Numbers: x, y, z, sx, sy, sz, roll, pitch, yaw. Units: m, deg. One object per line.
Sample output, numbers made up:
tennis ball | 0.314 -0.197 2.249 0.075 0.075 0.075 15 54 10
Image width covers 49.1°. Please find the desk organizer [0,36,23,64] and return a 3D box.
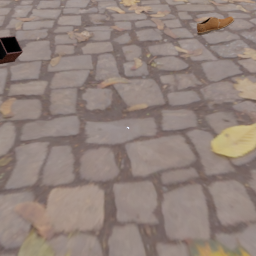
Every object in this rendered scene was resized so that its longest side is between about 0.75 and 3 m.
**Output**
desk organizer | -3.850 -2.131 7.848 0.619 0.577 1.608 -22 5 41

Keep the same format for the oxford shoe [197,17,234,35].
oxford shoe | 2.258 -2.715 7.218 0.990 0.353 0.353 -18 28 1
